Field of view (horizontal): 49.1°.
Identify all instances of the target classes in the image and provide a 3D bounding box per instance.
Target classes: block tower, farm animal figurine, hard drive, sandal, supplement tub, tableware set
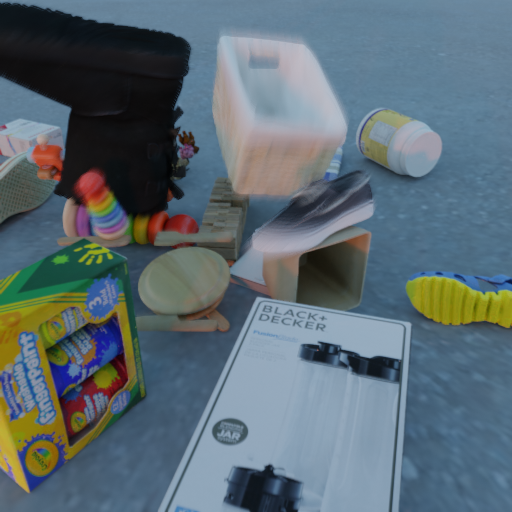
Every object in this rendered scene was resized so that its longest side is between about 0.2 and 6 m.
[{"bbox_3d":[-0.539,-0.660,9.838,0.679,0.634,2.349,4,32,5],"label":"block tower"},{"bbox_3d":[-1.840,-2.018,12.013,1.400,0.738,1.416,-3,37,18],"label":"farm animal figurine"},{"bbox_3d":[0.240,0.087,8.997,0.891,0.178,1.352,17,40,26],"label":"hard drive"},{"bbox_3d":[3.025,0.556,7.936,1.819,0.723,0.792,11,27,3],"label":"sandal"},{"bbox_3d":[3.089,-2.461,12.199,1.172,1.172,1.612,-17,35,-24],"label":"supplement tub"},{"bbox_3d":[-1.779,0.493,8.105,2.902,0.581,1.918,-1,43,8],"label":"tableware set"}]

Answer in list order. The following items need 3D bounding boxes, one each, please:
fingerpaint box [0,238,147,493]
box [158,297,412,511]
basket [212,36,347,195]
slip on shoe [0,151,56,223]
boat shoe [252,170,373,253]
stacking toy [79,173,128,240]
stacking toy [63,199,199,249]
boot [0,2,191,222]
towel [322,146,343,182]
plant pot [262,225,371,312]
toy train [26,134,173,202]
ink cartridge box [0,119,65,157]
[{"bbox_3d":[-2.035,1.094,5.762,0.730,1.990,1.660,22,37,30],"label":"fingerpaint box"},{"bbox_3d":[0.439,1.847,5.508,1.918,0.989,3.289,9,33,14],"label":"box"},{"bbox_3d":[0.229,-2.287,9.306,1.658,1.509,2.447,-1,50,-19],"label":"basket"},{"bbox_3d":[-4.797,-1.142,10.297,0.907,1.098,2.963,9,38,22],"label":"slip on shoe"},{"bbox_3d":[0.779,-0.647,7.326,2.154,0.730,0.773,-22,27,-35],"label":"boat shoe"},{"bbox_3d":[-2.258,-0.771,8.168,0.523,1.224,0.523,-2,58,3],"label":"stacking toy"},{"bbox_3d":[-2.061,-0.523,9.504,2.215,0.946,0.946,12,34,8],"label":"stacking toy"},{"bbox_3d":[-2.618,-2.002,8.284,3.396,2.783,1.257,5,41,-15],"label":"boot"},{"bbox_3d":[1.157,-2.087,12.506,1.453,0.235,1.978,8,35,8],"label":"towel"},{"bbox_3d":[0.743,0.108,8.000,1.247,1.246,1.104,-16,35,-28],"label":"plant pot"},{"bbox_3d":[-2.763,-1.286,10.001,2.514,1.888,0.699,6,64,12],"label":"toy train"},{"bbox_3d":[-5.382,-2.713,13.162,1.373,0.568,1.000,16,35,24],"label":"ink cartridge box"}]
